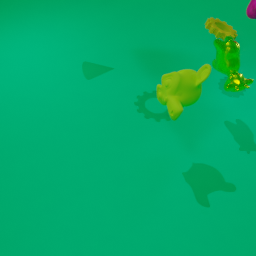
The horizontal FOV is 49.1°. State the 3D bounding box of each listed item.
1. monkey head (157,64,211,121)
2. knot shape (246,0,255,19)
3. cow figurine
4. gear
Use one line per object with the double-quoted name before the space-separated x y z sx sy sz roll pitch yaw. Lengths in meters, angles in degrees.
"monkey head" 1.232 -0.717 6.291 0.969 1.609 1.157 0 58 -20
"knot shape" 3.964 -3.576 7.895 0.912 1.974 1.847 -9 81 13
"cow figurine" 2.770 -1.663 7.480 0.750 1.367 1.345 -15 38 -3
"gear" 3.024 -3.197 9.094 1.073 0.198 1.073 14 45 -14
